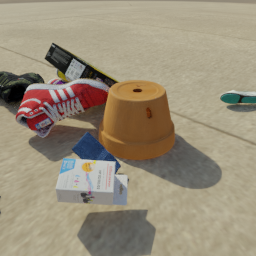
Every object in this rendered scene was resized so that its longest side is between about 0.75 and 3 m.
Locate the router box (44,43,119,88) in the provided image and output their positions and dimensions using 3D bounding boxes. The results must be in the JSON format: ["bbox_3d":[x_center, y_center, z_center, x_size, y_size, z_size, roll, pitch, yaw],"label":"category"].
[{"bbox_3d":[-1.479,-1.966,10.202,2.200,0.731,2.799,22,12,-46],"label":"router box"}]

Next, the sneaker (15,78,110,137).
[{"bbox_3d":[-1.946,-0.573,8.282,2.864,1.020,1.611,-2,50,16],"label":"sneaker"}]

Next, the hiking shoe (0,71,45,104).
[{"bbox_3d":[-4.492,-1.469,10.379,2.604,0.986,1.311,-5,33,12],"label":"hiking shoe"}]

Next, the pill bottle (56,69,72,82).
[{"bbox_3d":[-2.531,-2.408,12.395,1.227,0.690,0.690,20,35,31],"label":"pill bottle"}]

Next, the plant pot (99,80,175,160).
[{"bbox_3d":[0.250,-0.372,7.963,2.244,1.570,2.244,-1,30,0],"label":"plant pot"}]

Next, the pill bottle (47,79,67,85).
[{"bbox_3d":[-2.158,-1.167,9.972,1.501,0.844,0.844,22,36,20],"label":"pill bottle"}]

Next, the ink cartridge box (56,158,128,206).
[{"bbox_3d":[-0.673,1.077,5.622,1.369,0.465,0.788,4,43,-3],"label":"ink cartridge box"}]

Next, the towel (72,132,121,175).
[{"bbox_3d":[-0.745,0.714,6.642,1.205,0.293,0.673,46,43,-7],"label":"towel"}]

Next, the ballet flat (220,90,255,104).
[{"bbox_3d":[4.090,-1.169,10.348,1.526,0.530,0.530,2,30,-3],"label":"ballet flat"}]
